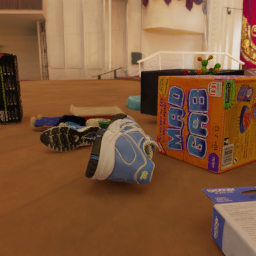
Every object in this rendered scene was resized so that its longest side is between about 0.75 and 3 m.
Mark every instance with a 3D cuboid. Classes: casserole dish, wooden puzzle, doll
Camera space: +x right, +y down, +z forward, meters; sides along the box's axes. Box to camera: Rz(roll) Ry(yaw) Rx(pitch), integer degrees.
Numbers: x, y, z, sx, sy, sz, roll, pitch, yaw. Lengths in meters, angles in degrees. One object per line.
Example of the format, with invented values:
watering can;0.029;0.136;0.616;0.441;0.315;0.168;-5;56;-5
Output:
casserole dish;0.836;-1.393;15.195;1.690;0.541;2.789;-2;12;-11
wooden puzzle;-1.339;-0.661;12.259;2.334;0.435;2.159;2;11;-11
doll;-2.085;-0.186;9.614;2.261;0.548;1.542;3;14;13

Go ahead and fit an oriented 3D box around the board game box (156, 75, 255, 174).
board game box;2.049;-0.276;6.769;1.924;1.926;1.924;-9;15;-35

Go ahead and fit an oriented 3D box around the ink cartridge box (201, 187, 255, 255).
ink cartridge box;1.920;1.328;2.773;1.550;0.545;2.598;-2;16;-9

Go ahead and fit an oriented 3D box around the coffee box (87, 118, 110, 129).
coffee box;-0.914;-0.155;10.175;1.116;0.245;0.686;7;14;30

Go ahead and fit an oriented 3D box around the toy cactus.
toy cactus;2.163;-1.507;8.435;1.443;1.191;0.738;-31;45;-31

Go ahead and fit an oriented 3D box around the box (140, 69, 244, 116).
box;2.465;-1.392;10.790;2.940;1.726;2.892;10;17;40

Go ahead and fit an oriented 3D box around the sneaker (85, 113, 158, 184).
sneaker;-0.021;0.459;5.992;1.149;1.129;2.983;17;17;2

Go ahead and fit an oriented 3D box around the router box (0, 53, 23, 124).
router box;-4.781;-1.614;11.215;0.823;2.648;1.985;-5;13;-17

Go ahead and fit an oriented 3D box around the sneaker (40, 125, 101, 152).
sneaker;-1.575;0.264;7.638;1.736;0.682;0.774;-1;1;-40
